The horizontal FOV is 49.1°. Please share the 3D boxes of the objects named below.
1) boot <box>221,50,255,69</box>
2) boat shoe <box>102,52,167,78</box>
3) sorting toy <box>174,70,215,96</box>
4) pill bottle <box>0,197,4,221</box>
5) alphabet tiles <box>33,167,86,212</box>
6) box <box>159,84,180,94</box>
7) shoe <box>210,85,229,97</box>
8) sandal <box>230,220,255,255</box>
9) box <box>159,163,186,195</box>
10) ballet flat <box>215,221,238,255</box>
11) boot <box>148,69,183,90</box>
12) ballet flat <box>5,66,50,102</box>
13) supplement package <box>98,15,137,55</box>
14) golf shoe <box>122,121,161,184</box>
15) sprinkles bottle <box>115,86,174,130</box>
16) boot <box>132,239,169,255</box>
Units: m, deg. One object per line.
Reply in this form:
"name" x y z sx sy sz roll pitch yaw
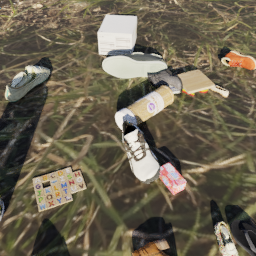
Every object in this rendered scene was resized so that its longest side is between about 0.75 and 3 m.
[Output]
"boot" 5.370 -3.155 13.562 0.903 0.632 1.684 -31 45 -21
"boat shoe" 0.305 -2.952 13.005 2.991 1.131 0.902 6 43 -11
"sorting toy" 2.861 -1.917 12.292 1.305 0.454 1.297 -16 46 -16
"pill bottle" -4.265 1.511 6.953 1.565 2.784 1.565 0 43 0
"alphabet tiles" -2.097 1.811 8.637 1.486 0.056 1.243 -16 45 -16
"box" 1.751 -1.895 12.457 0.736 0.197 1.215 -11 44 -11
"shoe" 3.956 -1.698 12.195 0.353 0.270 1.011 -28 50 -27
"sandal" 3.331 3.033 7.107 0.657 0.370 1.729 -19 47 -19
"box" 1.343 1.549 8.649 0.446 0.412 0.869 -23 48 -22
"ballet flat" 2.534 2.939 7.219 0.427 0.361 1.130 -6 44 -9
"boot" 1.568 -1.954 12.068 1.075 0.570 1.634 -19 35 -14
"ballet flat" -4.346 -2.181 12.256 0.949 0.949 2.731 15 45 15
"supplement package" -0.503 -4.965 14.936 1.762 1.254 2.262 5 44 6
"golf shoe" 0.263 0.712 8.922 0.908 1.104 2.336 -31 44 4
"sprinkles bottle" 0.681 -0.782 10.792 2.510 0.857 0.857 -34 53 -30
"boot" 0.700 3.322 6.733 0.943 0.466 1.215 -15 45 -15
